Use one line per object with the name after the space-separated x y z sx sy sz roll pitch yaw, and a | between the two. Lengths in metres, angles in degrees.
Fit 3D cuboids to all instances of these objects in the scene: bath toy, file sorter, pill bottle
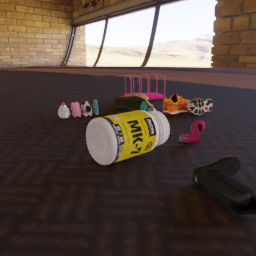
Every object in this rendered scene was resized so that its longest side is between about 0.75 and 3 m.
-2.418 -0.954 13.554 1.976 0.730 0.859 -9 18 -26 | bath toy
1.086 -2.731 18.288 2.415 1.514 1.678 -4 16 -14 | file sorter
0.058 0.187 8.434 2.358 1.348 1.348 -14 21 -39 | pill bottle

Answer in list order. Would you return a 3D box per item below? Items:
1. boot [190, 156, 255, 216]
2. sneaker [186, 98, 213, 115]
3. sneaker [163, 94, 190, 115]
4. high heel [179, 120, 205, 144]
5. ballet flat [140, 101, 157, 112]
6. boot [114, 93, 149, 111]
2.408 1.217 6.220 1.404 0.559 1.703 -16 16 -15 | boot
3.530 -1.039 14.219 0.840 0.812 2.014 -6 -1 44 | sneaker
2.611 -1.276 14.224 0.885 0.935 2.424 15 18 32 | sneaker
2.575 0.148 9.992 0.797 0.559 1.658 1 28 43 | high heel
1.058 -0.647 12.429 0.695 0.704 2.068 25 24 -17 | ballet flat
0.591 -1.536 15.506 2.100 0.793 2.398 15 17 24 | boot
